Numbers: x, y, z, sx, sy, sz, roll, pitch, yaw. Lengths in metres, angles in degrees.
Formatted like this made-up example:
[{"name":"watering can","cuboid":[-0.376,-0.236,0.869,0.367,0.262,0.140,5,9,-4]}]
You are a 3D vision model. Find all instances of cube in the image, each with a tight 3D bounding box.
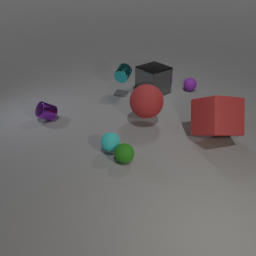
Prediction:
[{"name":"cube","cuboid":[3.337,-0.418,10.511,1.400,1.400,1.400,1,-1,-25]},{"name":"cube","cuboid":[1.322,-2.517,14.592,1.400,1.400,1.400,-24,39,-33]}]

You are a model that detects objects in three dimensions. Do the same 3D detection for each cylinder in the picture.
[{"name":"cylinder","cuboid":[-0.239,-2.651,13.539,0.700,0.700,0.700,10,46,16]},{"name":"cylinder","cuboid":[-3.534,-0.725,12.123,0.700,0.700,0.700,19,13,-44]}]

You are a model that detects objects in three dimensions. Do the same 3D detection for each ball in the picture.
[{"name":"ball","cuboid":[-0.132,0.875,9.703,0.700,0.700,0.700,0,32,0]},{"name":"ball","cuboid":[3.320,-2.339,14.979,0.700,0.700,0.700,0,32,0]},{"name":"ball","cuboid":[-0.635,0.500,10.103,0.700,0.700,0.700,0,32,0]},{"name":"ball","cuboid":[0.763,-1.090,11.525,1.400,1.400,1.400,0,32,0]}]
